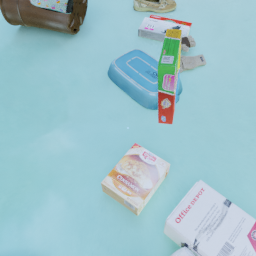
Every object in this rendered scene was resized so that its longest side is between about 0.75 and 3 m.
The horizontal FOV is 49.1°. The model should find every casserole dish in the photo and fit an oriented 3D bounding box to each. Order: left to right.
[{"bbox_3d":[0.562,-1.780,9.486,1.750,0.561,2.889,-35,62,-23],"label":"casserole dish"}]

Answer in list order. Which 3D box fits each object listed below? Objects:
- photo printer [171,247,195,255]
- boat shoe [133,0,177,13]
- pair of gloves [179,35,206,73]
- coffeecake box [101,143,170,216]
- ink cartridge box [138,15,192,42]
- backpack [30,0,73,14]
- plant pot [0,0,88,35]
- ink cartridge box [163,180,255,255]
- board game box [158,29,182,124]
[{"bbox_3d":[1.229,3.070,5.796,0.840,0.350,1.009,-50,61,12],"label":"photo printer"},{"bbox_3d":[1.180,-5.459,12.161,1.902,0.598,0.694,4,54,3],"label":"boat shoe"},{"bbox_3d":[2.066,-2.728,10.182,1.198,0.247,1.409,-20,77,-17],"label":"pair of gloves"},{"bbox_3d":[0.215,1.278,7.218,1.131,0.538,1.474,30,59,20],"label":"coffeecake box"},{"bbox_3d":[1.548,-4.104,11.276,1.882,0.410,1.634,17,58,12],"label":"ink cartridge box"},{"bbox_3d":[-1.631,-2.886,5.961,0.900,0.690,0.791,-1,49,-14],"label":"backpack"},{"bbox_3d":[-3.037,-4.883,10.693,2.556,2.582,2.582,18,55,4],"label":"plant pot"},{"bbox_3d":[1.947,2.332,6.269,1.902,0.802,1.377,36,61,23],"label":"ink cartridge box"},{"bbox_3d":[0.544,-0.650,3.666,0.199,0.987,0.756,7,52,12],"label":"board game box"}]
